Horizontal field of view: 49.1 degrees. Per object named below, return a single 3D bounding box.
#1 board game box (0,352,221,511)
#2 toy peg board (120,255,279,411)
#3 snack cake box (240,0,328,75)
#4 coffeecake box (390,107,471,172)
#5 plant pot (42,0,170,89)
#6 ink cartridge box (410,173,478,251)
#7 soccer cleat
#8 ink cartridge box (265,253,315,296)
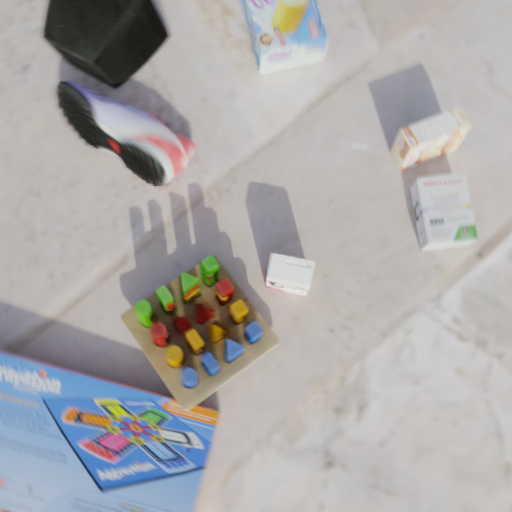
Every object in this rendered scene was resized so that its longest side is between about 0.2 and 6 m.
[{"bbox_3d":[-3.077,3.121,9.214,4.547,0.442,2.341,15,75,1],"label":"board game box"},{"bbox_3d":[-0.946,1.138,9.308,1.991,0.974,1.982,-34,75,-15],"label":"toy peg board"},{"bbox_3d":[0.445,-4.911,11.091,1.333,0.779,2.318,-13,77,-4],"label":"snack cake box"},{"bbox_3d":[3.191,-2.142,10.354,1.212,0.931,0.443,-22,74,-5],"label":"coffeecake box"},{"bbox_3d":[-2.913,-4.248,10.546,1.775,1.771,1.575,28,89,6],"label":"plant pot"},{"bbox_3d":[3.415,-0.795,10.250,0.913,0.529,1.260,-6,77,-1],"label":"ink cartridge box"},{"bbox_3d":[-2.504,-2.431,10.541,2.922,0.997,1.070,35,53,13],"label":"soccer cleat"},{"bbox_3d":[0.571,0.337,9.716,0.761,1.051,0.443,11,77,3],"label":"ink cartridge box"}]
